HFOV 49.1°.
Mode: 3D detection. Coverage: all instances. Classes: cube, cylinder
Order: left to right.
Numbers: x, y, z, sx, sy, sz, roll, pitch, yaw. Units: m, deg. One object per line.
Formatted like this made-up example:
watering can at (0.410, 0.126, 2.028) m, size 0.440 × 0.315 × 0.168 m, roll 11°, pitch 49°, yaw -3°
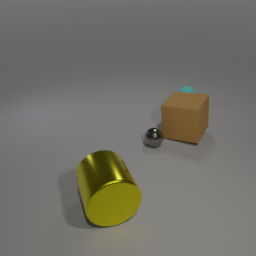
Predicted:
cylinder at (-0.535, 1.503, 7.173) m, size 1.400 × 1.400 × 1.400 m, roll -9°, pitch 30°, yaw -17°
cube at (2.181, -0.438, 10.578) m, size 1.400 × 1.400 × 1.400 m, roll 9°, pitch 32°, yaw 28°

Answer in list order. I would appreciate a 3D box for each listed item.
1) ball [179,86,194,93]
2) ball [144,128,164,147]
ball at (2.756, -1.620, 13.169) m, size 0.700 × 0.700 × 0.700 m, roll 0°, pitch 28°, yaw 0°
ball at (0.935, 0.332, 10.084) m, size 0.700 × 0.700 × 0.700 m, roll 0°, pitch 28°, yaw 0°
